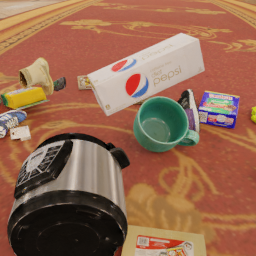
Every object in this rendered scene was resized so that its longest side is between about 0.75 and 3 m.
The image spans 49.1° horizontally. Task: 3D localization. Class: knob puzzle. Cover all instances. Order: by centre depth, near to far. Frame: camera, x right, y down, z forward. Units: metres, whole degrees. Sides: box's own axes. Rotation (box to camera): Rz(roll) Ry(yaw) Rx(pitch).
[{"bbox_3d":[0.799,3.349,6.362,2.447,0.339,2.447,0,33,0],"label":"knob puzzle"}]

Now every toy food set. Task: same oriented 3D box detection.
[{"bbox_3d":[-2.173,-2.495,15.046,1.020,0.429,1.421,-6,34,-9],"label":"toy food set"}]

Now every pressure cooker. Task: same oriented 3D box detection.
[{"bbox_3d":[-1.408,1.610,6.991,2.621,2.662,2.980,13,31,-14],"label":"pressure cooker"}]

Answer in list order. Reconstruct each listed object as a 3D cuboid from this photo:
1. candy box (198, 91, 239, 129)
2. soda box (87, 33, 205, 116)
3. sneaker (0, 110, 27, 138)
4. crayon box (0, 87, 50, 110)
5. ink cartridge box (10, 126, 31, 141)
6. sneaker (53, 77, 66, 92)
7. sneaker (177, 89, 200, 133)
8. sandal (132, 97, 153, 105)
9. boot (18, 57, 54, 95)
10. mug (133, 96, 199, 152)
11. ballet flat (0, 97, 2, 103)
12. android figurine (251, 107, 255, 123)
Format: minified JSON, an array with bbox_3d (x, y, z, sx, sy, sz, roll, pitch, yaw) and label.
[{"bbox_3d":[3.994,-0.852,12.315,1.585,0.722,1.875,11,34,18],"label":"candy box"},{"bbox_3d":[0.364,-1.136,5.780,2.271,0.723,0.774,-26,32,-6],"label":"soda box"},{"bbox_3d":[-4.854,-0.064,11.286,1.679,0.676,1.229,-13,44,-25],"label":"sneaker"},{"bbox_3d":[-4.670,-1.388,12.614,1.453,0.596,2.311,-23,22,-32],"label":"crayon box"},{"bbox_3d":[-4.297,0.238,11.171,0.710,0.180,0.806,-12,35,-19],"label":"ink cartridge box"},{"bbox_3d":[-2.571,-1.529,10.013,0.477,0.406,1.091,-6,-9,-33],"label":"sneaker"},{"bbox_3d":[2.243,-0.807,11.984,1.291,1.117,2.949,-6,30,8],"label":"sneaker"},{"bbox_3d":[0.577,-1.479,13.383,2.153,0.581,0.865,11,35,16],"label":"sandal"},{"bbox_3d":[-2.879,-1.428,8.805,0.478,1.313,1.021,21,45,21],"label":"boot"},{"bbox_3d":[1.216,0.112,10.171,1.816,1.366,2.210,-29,76,-21],"label":"mug"},{"bbox_3d":[-6.921,-1.167,12.890,2.009,0.682,0.757,-7,40,-16],"label":"ballet flat"},{"bbox_3d":[6.101,-0.504,12.142,1.530,0.345,1.681,-12,36,-16],"label":"android figurine"}]
